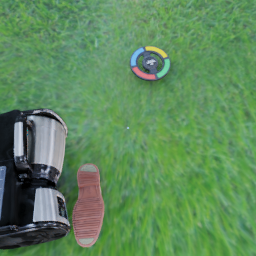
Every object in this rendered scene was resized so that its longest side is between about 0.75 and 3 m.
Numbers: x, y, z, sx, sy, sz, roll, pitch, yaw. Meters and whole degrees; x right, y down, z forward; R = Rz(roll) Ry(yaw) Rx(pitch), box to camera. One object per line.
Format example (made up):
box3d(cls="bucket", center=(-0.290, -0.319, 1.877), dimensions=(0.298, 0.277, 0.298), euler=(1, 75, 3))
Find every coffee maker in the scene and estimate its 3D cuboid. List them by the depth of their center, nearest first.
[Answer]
box3d(cls="coffee maker", center=(-2.805, 1.307, 6.817), dimensions=(2.830, 1.985, 2.947), euler=(-21, 55, 21))

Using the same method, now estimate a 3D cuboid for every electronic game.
box3d(cls="electronic game", center=(0.739, -2.163, 9.335), dimensions=(1.373, 0.286, 1.373), euler=(1, 68, -2))

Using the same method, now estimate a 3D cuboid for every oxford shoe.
box3d(cls="oxford shoe", center=(-0.911, 1.902, 6.835), dimensions=(0.723, 0.754, 2.043), euler=(0, 50, -1))
